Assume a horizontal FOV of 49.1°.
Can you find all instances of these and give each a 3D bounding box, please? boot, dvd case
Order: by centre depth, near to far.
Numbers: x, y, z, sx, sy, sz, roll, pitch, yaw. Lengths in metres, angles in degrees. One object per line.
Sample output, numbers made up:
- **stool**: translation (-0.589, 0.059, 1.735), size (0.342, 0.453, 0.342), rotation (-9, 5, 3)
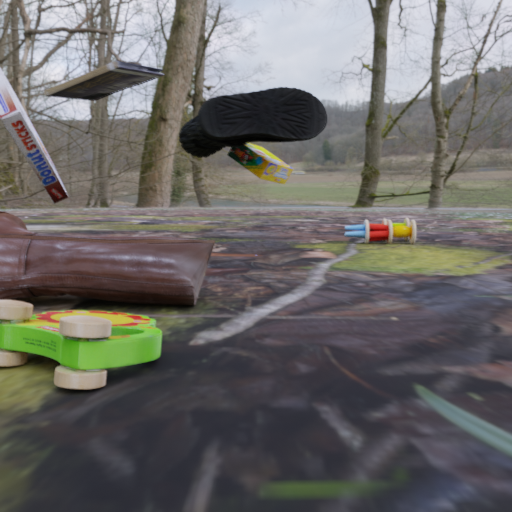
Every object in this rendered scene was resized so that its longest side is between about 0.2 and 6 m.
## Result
- **boot**: translation (-2.102, -0.009, 7.208), size (3.092, 0.993, 2.881), rotation (-4, 20, -7)
- **dvd case**: translation (-3.268, -3.735, 12.110), size (2.085, 0.167, 1.550), rotation (-10, 5, 29)
- **boot**: translation (-0.144, -2.984, 12.807), size (3.033, 1.141, 2.268), rotation (-2, -2, -16)

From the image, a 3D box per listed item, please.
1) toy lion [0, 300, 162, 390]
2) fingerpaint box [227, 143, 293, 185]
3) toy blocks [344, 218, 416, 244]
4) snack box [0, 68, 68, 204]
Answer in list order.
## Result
- **toy lion**: translation (-1.311, 0.627, 4.478), size (1.434, 0.492, 1.374), rotation (5, 0, 35)
- **fingerpaint box**: translation (0.117, -2.276, 13.679), size (1.117, 0.491, 1.339), rotation (38, 18, 22)
- **toy blocks**: translation (3.181, -0.660, 14.722), size (1.752, 0.636, 1.460), rotation (0, 7, 4)
- **snack box**: translation (-3.474, -1.756, 8.558), size (0.312, 0.922, 2.564), rotation (-27, -16, -13)
